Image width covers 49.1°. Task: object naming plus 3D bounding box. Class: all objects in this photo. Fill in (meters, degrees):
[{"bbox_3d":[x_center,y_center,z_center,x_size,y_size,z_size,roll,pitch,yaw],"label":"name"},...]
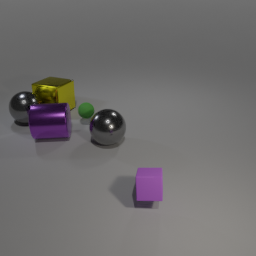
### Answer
[{"bbox_3d":[-3.467,-1.513,13.204,1.400,1.400,1.400,11,28,19],"label":"cube"},{"bbox_3d":[-3.039,-0.280,11.094,1.400,1.400,1.400,-3,29,-4],"label":"cylinder"},{"bbox_3d":[0.597,1.534,7.697,0.700,0.700,0.700,-1,12,8],"label":"cube"},{"bbox_3d":[-0.770,-0.034,10.658,1.400,1.400,1.400,0,29,0],"label":"ball"},{"bbox_3d":[-4.428,-0.894,12.165,1.400,1.400,1.400,0,29,0],"label":"ball"},{"bbox_3d":[-1.791,-0.748,12.006,0.700,0.700,0.700,0,29,0],"label":"ball"}]
